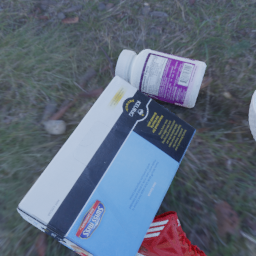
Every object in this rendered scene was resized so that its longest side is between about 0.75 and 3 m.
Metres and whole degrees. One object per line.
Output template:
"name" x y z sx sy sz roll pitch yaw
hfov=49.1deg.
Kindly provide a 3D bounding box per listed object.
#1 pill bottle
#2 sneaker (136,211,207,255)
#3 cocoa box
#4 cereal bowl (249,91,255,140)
"pill bottle" 0.852 -1.413 7.621 2.253 1.265 1.265 17 56 12
"sneaker" 1.074 2.172 5.193 1.839 0.721 1.063 12 82 3
"cocoa box" -0.360 0.880 5.272 1.855 1.885 2.827 34 62 -2
"cereal bowl" 4.245 0.077 6.368 2.977 1.240 2.977 -2 42 2
